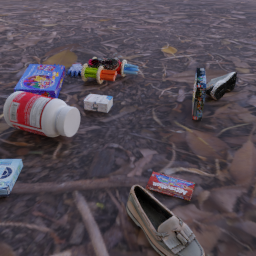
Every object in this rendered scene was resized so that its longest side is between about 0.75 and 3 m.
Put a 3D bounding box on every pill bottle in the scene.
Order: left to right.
[{"bbox_3d":[-3.158,-0.468,10.427,2.564,1.439,1.439,13,35,19],"label":"pill bottle"}]

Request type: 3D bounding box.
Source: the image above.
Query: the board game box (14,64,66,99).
[{"bbox_3d":[-4.220,-2.270,13.769,1.830,0.609,2.722,3,37,-3],"label":"board game box"}]

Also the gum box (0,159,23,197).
[{"bbox_3d":[-3.971,1.470,8.413,1.180,0.309,1.389,0,32,0],"label":"gum box"}]

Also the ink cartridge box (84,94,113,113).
[{"bbox_3d":[-1.294,-1.104,12.346,1.083,0.465,0.793,8,32,14],"label":"ink cartridge box"}]

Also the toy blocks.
[{"bbox_3d":[-0.882,-3.021,14.939,2.601,0.945,2.168,9,33,14],"label":"toy blocks"}]

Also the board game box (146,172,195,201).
[{"bbox_3d":[1.254,1.694,8.240,1.303,0.127,0.671,12,35,19],"label":"board game box"}]

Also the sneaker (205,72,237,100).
[{"bbox_3d":[4.543,-2.190,13.692,0.988,0.921,2.493,24,39,40],"label":"sneaker"}]

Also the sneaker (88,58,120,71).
[{"bbox_3d":[-1.259,-3.375,14.774,1.695,0.683,0.633,-3,-8,14],"label":"sneaker"}]

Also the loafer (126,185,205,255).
[{"bbox_3d":[0.795,2.285,6.697,0.872,0.763,2.426,-23,39,-32],"label":"loafer"}]

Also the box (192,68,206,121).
[{"bbox_3d":[3.038,-1.496,12.017,0.408,1.479,2.166,6,33,10],"label":"box"}]

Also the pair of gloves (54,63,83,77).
[{"bbox_3d":[-3.571,-3.303,16.045,2.359,0.269,1.897,-6,31,-11],"label":"pair of gloves"}]
